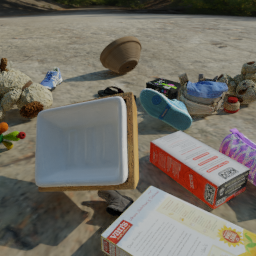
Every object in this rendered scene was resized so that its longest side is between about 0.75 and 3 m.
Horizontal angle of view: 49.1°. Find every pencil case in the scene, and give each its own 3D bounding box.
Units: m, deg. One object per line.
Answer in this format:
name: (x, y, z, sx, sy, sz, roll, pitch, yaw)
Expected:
pencil case: (3.552, 1.001, 7.422, 1.036, 1.055, 2.468, -17, 31, -23)

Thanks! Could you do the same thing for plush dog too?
plush dog: (-4.187, -1.423, 11.353, 2.358, 2.202, 2.745, 24, 28, -5)
plush dog: (5.238, -1.755, 12.623, 2.034, 1.632, 1.747, -24, 39, 16)

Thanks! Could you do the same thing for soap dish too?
soap dish: (-0.945, 0.419, 6.694, 2.673, 2.103, 1.086, -8, -13, 27)

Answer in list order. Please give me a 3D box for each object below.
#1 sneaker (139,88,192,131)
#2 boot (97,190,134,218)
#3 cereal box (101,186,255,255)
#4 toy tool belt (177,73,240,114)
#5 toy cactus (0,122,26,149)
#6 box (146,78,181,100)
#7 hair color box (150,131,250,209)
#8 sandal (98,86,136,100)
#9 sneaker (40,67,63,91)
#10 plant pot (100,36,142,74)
sneaker: (1.367, -0.842, 10.570, 2.200, 0.875, 1.436, 36, 22, -10)
boot: (-0.381, 1.747, 6.591, 0.979, 0.342, 0.645, 14, 20, 18)
cereal box: (1.045, 2.291, 5.531, 2.632, 0.520, 1.894, 19, 34, 32)
toy tool belt: (3.316, -1.443, 11.393, 2.657, 1.633, 1.659, 0, 28, 1)
toy cactus: (-4.602, 0.489, 8.623, 2.494, 1.275, 2.058, -24, 17, -33)
box: (1.642, -1.580, 12.470, 1.420, 0.883, 1.055, 24, 36, 39)
hair color box: (1.837, 1.010, 7.697, 1.263, 0.762, 2.488, -17, 31, -29)
sandal: (-0.513, -1.665, 13.063, 1.964, 0.470, 0.738, 13, 31, 23)
sneaker: (-3.978, -2.450, 14.181, 0.807, 0.821, 2.132, 4, 29, 5)
plant pot: (-0.246, -3.938, 16.033, 2.539, 2.539, 1.172, -16, 71, -27)
